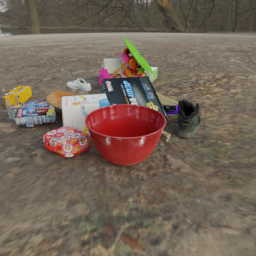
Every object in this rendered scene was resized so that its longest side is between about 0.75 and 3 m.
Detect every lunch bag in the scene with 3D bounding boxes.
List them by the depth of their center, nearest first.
[{"bbox_3d":[-2.146,0.463,9.446,1.434,0.587,1.263,18,30,35],"label":"lunch bag"}]

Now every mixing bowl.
[{"bbox_3d":[-0.093,0.303,8.842,2.474,1.340,2.474,1,26,0],"label":"mixing bowl"}]

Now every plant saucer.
[{"bbox_3d":[-2.521,-1.189,12.567,2.197,0.411,2.197,17,15,-5],"label":"plant saucer"}]

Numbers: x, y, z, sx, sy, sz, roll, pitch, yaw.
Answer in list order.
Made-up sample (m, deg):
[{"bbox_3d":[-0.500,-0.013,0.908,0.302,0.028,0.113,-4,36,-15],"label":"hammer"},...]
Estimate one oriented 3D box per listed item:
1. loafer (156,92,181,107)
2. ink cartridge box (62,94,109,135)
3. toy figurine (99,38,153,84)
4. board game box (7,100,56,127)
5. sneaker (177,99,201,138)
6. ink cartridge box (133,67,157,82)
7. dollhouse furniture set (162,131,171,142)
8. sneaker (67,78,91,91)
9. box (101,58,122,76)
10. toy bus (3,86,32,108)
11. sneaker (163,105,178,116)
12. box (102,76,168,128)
[{"bbox_3d":[1.240,-1.240,12.865,2.676,0.902,1.018,5,25,11],"label":"loafer"},{"bbox_3d":[-1.624,-0.506,10.777,1.736,1.256,1.278,-6,25,-10],"label":"ink cartridge box"},{"bbox_3d":[-0.326,-3.124,15.756,2.922,2.690,2.194,22,36,-60],"label":"toy figurine"},{"bbox_3d":[-4.058,-0.581,11.745,2.013,0.621,2.015,-6,25,-11],"label":"board game box"},{"bbox_3d":[2.446,-0.602,11.007,0.872,1.307,2.282,10,24,18],"label":"sneaker"},{"bbox_3d":[0.965,-3.314,17.749,1.220,0.697,2.350,9,26,19],"label":"ink cartridge box"},{"bbox_3d":[1.229,0.260,10.339,0.755,0.334,0.392,30,9,34],"label":"dollhouse furniture set"},{"bbox_3d":[-2.844,-2.582,16.232,1.708,0.605,0.624,12,27,26],"label":"sneaker"},{"bbox_3d":[-1.050,-3.555,17.039,1.053,0.876,2.562,-3,3,-7],"label":"box"},{"bbox_3d":[-5.483,-1.553,13.931,0.751,0.625,1.919,1,24,0],"label":"toy bus"},{"bbox_3d":[1.761,-0.773,11.694,1.056,0.525,0.367,-13,62,25],"label":"sneaker"},{"bbox_3d":[0.193,-1.041,11.532,2.129,0.616,2.679,-5,49,-14],"label":"box"}]
